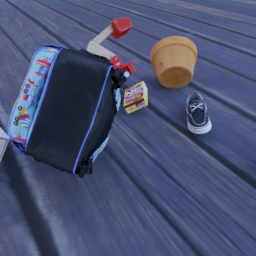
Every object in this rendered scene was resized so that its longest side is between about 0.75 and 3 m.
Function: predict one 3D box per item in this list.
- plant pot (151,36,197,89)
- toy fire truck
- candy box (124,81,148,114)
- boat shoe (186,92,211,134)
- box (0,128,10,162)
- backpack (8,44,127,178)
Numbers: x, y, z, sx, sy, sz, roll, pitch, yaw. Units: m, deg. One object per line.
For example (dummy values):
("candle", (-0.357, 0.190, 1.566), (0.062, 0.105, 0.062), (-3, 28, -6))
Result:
("plant pot", (1.633, -2.188, 9.838), (1.663, 1.663, 1.164), (1, 57, 1))
("toy fire truck", (-0.753, -2.333, 9.366), (2.723, 1.920, 0.664), (-32, 7, -20))
("candy box", (0.243, -0.981, 8.791), (0.681, 0.329, 1.167), (-22, 29, 16))
("boat shoe", (1.993, -0.499, 8.082), (0.639, 0.604, 1.781), (-9, 31, 16))
("box", (-4.109, -0.059, 6.867), (2.414, 0.726, 1.408), (33, 10, 39))
("backpack", (-1.101, -0.381, 6.111), (1.728, 2.345, 2.568), (20, 3, 1))
